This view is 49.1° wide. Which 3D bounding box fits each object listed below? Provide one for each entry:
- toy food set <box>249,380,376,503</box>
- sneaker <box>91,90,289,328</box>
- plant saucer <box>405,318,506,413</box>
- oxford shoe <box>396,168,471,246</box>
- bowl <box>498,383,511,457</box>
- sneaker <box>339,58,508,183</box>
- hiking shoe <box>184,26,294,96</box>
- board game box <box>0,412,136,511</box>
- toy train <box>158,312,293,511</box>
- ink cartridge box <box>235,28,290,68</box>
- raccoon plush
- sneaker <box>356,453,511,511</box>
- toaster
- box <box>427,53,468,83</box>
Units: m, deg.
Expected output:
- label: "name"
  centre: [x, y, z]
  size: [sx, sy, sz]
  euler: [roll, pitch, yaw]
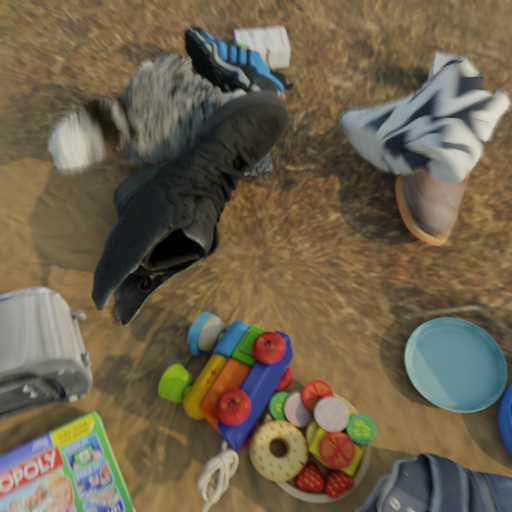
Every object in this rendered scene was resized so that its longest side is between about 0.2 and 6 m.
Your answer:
- label: "toy food set"
  centre: [0.794, 2.486, 7.580]
  size: [1.556, 0.378, 1.540]
  euler: [27, 60, 13]
- label: "sneaker"
  centre: [-0.924, -0.785, 8.738]
  size: [3.979, 1.195, 2.075]
  euler: [-33, 49, 9]
- label: "plant saucer"
  centre: [2.916, 1.613, 8.274]
  size: [1.454, 0.199, 1.454]
  euler: [-1, 58, 1]
- label: "oxford shoe"
  centre: [3.215, -1.614, 9.695]
  size: [1.109, 1.134, 3.110]
  euler: [20, 59, -8]
- label: "bowl"
  centre: [4.250, 2.351, 7.723]
  size: [1.691, 0.332, 1.691]
  euler: [-1, 57, 1]
- label: "sneaker"
  centre: [2.832, -2.394, 9.356]
  size: [1.896, 1.163, 2.914]
  euler: [-47, 28, -6]
- label: "hiking shoe"
  centre: [-0.456, -3.876, 11.475]
  size: [1.077, 0.924, 2.483]
  euler: [-38, 76, -24]
- label: "board game box"
  centre: [-2.906, 3.305, 7.120]
  size: [2.457, 0.358, 1.653]
  euler: [-25, 61, -15]
- label: "toy train"
  centre: [-0.709, 2.021, 7.583]
  size: [1.533, 1.122, 2.650]
  euler: [20, 59, 25]
- label: "ink cartridge box"
  centre: [0.126, -4.435, 12.021]
  size: [1.094, 0.460, 0.798]
  euler: [-6, 57, -4]
- label: "raccoon plush"
  centre: [-1.221, -1.793, 9.456]
  size: [2.484, 1.794, 3.708]
  euler: [28, 52, 14]
- label: "sneaker"
  centre: [2.109, 3.787, 6.165]
  size: [2.300, 1.210, 3.183]
  euler: [20, 49, 0]
- label: "toaster"
  centre: [-3.454, 1.413, 7.820]
  size: [2.228, 1.266, 1.439]
  euler: [-17, 55, -5]
- label: "box"
  centre: [3.897, -3.664, 11.455]
  size: [0.672, 0.579, 0.676]
  euler: [13, 57, 8]
